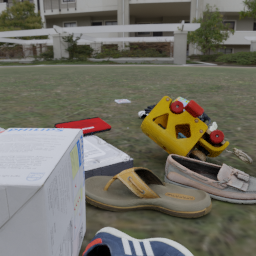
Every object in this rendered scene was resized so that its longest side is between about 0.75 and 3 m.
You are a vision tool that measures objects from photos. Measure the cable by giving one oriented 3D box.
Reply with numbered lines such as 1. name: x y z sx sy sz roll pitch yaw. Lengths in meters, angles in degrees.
1. cable: 1.733 -0.460 11.091 2.222 0.692 2.724 -2 15 -25

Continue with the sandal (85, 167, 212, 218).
1. sandal: 0.341 1.188 5.679 2.647 0.715 1.063 4 17 14

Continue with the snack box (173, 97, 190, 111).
1. snack box: 1.949 -0.595 11.145 1.227 0.493 1.456 -38 20 2

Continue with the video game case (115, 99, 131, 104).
1. video game case: -0.313 -1.533 16.148 0.733 0.092 0.805 -5 17 -16

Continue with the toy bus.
1. toy bus: 1.519 0.361 7.445 1.297 2.368 2.509 -49 27 -6

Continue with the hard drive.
1. hard drive: -1.466 0.758 7.489 2.048 0.555 2.932 -10 20 -30

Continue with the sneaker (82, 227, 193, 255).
1. sneaker: 0.095 1.837 3.752 1.618 0.607 0.684 -2 12 31

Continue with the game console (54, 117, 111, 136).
1. game console: -1.513 0.241 8.945 1.568 0.931 1.351 -12 29 -33

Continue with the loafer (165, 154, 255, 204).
1. loafer: 1.860 1.062 6.089 2.214 0.696 0.796 6 22 24

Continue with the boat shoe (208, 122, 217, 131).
1. boat shoe: 3.094 0.042 10.423 0.254 0.303 0.849 -24 11 36

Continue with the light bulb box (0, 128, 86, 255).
1. light bulb box: -1.314 1.140 3.700 1.204 1.913 1.930 1 15 1

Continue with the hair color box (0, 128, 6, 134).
1. hair color box: -4.660 0.357 8.446 2.442 0.780 1.354 13 21 41

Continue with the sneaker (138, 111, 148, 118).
1. sneaker: 0.955 -0.571 12.516 0.968 0.357 0.387 -8 26 -4
